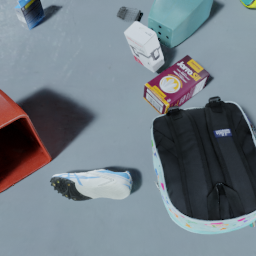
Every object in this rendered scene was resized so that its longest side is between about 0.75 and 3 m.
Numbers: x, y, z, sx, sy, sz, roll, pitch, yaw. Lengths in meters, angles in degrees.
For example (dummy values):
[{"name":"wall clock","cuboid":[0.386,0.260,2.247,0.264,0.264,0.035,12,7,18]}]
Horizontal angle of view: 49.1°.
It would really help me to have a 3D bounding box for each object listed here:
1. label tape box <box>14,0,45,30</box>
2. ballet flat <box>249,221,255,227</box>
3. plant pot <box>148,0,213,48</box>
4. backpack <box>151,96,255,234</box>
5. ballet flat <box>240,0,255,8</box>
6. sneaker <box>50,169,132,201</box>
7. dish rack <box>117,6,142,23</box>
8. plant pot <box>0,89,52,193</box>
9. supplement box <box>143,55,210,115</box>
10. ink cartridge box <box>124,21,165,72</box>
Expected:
[{"name":"label tape box","cuboid":[-3.680,-4.468,10.378,0.442,1.337,0.958,29,67,13]},{"name":"ballet flat","cuboid":[3.224,2.154,7.676,0.381,0.370,1.070,-22,62,-14]},{"name":"plant pot","cuboid":[1.795,-4.188,10.158,1.636,1.635,2.315,33,74,15]},{"name":"backpack","cuboid":[1.978,1.081,7.065,2.656,2.253,2.992,-11,52,2]},{"name":"ballet flat","cuboid":[4.682,-6.049,11.501,0.983,0.980,2.933,-8,65,-28]},{"name":"sneaker","cuboid":[-1.013,1.527,7.826,2.294,0.824,0.831,2,32,7]},{"name":"dish rack","cuboid":[0.037,-4.417,10.978,0.920,0.251,0.706,16,63,10]},{"name":"plant pot","cuboid":[-3.943,0.215,7.446,2.538,2.535,2.236,-33,63,-18]},{"name":"supplement box","cuboid":[1.560,-1.366,9.129,1.916,0.821,1.057,-37,69,-16]},{"name":"ink cartridge box","cuboid":[0.543,-2.586,9.003,0.570,1.366,0.992,-44,58,-6]}]
